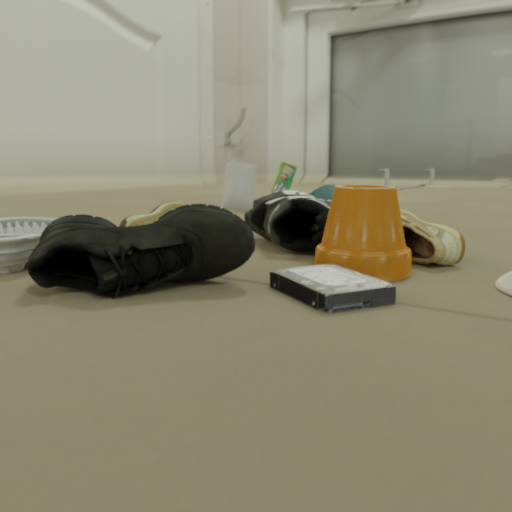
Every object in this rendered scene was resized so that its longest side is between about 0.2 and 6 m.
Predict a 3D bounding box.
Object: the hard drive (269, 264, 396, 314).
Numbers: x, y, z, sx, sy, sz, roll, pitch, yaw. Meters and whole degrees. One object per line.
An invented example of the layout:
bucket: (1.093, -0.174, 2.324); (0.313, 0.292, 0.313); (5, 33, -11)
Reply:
hard drive: (1.077, 0.444, 8.279); (1.179, 0.319, 1.688); (-5, 13, -24)

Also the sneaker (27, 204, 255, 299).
sneaker: (-1.738, 0.063, 8.520); (3.464, 1.316, 1.572); (-7, 20, 2)

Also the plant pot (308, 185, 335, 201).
plant pot: (2.039, -1.377, 16.321); (1.185, 1.185, 0.798); (-8, 56, -37)

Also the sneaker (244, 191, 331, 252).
sneaker: (0.715, -0.801, 12.170); (1.689, 1.241, 3.734); (0, 10, -40)

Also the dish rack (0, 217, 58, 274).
dish rack: (-4.814, -0.274, 11.068); (2.786, 0.707, 3.246); (3, 11, 19)

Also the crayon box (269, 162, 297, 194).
crayon box: (0.599, -1.637, 15.193); (0.490, 1.680, 1.449); (20, 4, -1)

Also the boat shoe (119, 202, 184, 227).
boat shoe: (-2.109, -0.647, 13.126); (0.927, 0.872, 2.433); (16, 26, 23)

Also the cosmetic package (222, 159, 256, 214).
cosmetic package: (-0.351, -1.415, 11.475); (0.548, 0.972, 0.394); (15, -17, -29)

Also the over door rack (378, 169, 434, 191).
over door rack: (3.901, -1.895, 18.145); (2.288, 1.031, 3.097); (-7, -8, -35)

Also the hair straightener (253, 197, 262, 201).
hair straightener: (0.502, -1.947, 21.058); (0.901, 0.479, 2.340); (5, 16, 28)

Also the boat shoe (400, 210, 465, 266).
boat shoe: (2.833, -0.373, 11.110); (0.847, 0.941, 2.609); (-5, 17, -31)

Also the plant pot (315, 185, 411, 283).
plant pot: (1.858, -0.449, 9.724); (1.664, 1.524, 1.664); (0, 10, 0)

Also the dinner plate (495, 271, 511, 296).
dinner plate: (5.096, 0.335, 8.367); (2.813, 0.341, 2.813); (-3, 10, 1)
